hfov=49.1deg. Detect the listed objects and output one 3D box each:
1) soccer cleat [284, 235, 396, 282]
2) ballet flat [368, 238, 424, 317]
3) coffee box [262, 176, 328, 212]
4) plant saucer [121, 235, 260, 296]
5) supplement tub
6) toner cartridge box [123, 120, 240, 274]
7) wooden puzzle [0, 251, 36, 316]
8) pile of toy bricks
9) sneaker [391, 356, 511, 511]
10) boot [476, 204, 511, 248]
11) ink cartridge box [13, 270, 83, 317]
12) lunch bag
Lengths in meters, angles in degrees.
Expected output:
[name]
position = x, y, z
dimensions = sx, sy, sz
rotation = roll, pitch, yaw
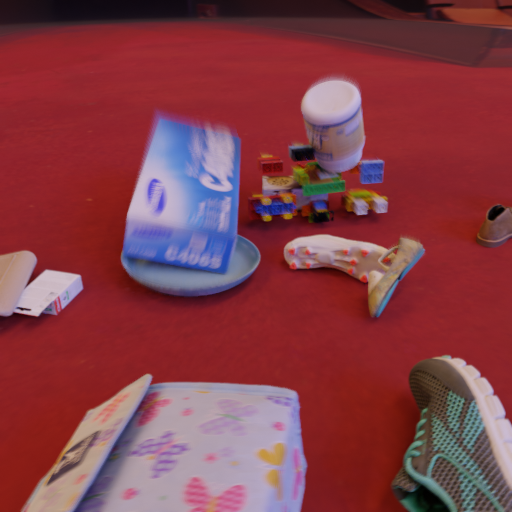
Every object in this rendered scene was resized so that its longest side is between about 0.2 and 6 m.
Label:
[soccer cleat]
position = 1.650, -0.037, 10.670
dimensions = 2.254, 0.781, 0.874
rotation = 8, 27, 18
[ballet flat]
position = 2.263, 0.327, 9.634
dimensions = 0.601, 0.601, 1.699
rotation = 23, 60, 35
[coffee box]
position = 0.905, -1.477, 13.316
dimensions = 1.523, 0.608, 0.861
rotation = 0, 29, 0
[plant saucer]
position = -1.231, 0.102, 10.643
dimensions = 2.595, 0.356, 2.595
rotation = 3, 26, -2
[supplement tub]
position = 1.658, -2.710, 11.870
dimensions = 1.195, 1.652, 1.195
rotation = -8, 54, 11
[toner cartridge box]
position = -1.391, -1.410, 11.681
dimensions = 1.991, 0.905, 4.191
rotation = 10, 36, -9
[wooden puzzle]
position = -5.057, 0.653, 9.635
dimensions = 2.159, 0.402, 1.997
rotation = -8, 30, -2
[pile of toy bricks]
position = 1.301, -1.739, 12.670
dimensions = 3.175, 1.761, 1.567
rotation = -6, 24, -9
[sneaker]
position = 2.132, 2.271, 6.224
dimensions = 1.412, 1.201, 3.095
rotation = -6, 29, -3
[boot]
position = 5.399, -0.814, 12.072
dimensions = 0.689, 0.707, 1.873
rotation = 23, 35, 38
[ink cartridge box]
position = -3.668, 0.737, 9.709
dimensions = 0.706, 0.326, 1.296
rotation = 8, 32, 13
[lunch bag]
position = -1.013, 2.390, 5.477
dimensions = 2.643, 1.680, 2.242
rotation = -1, 27, 18
